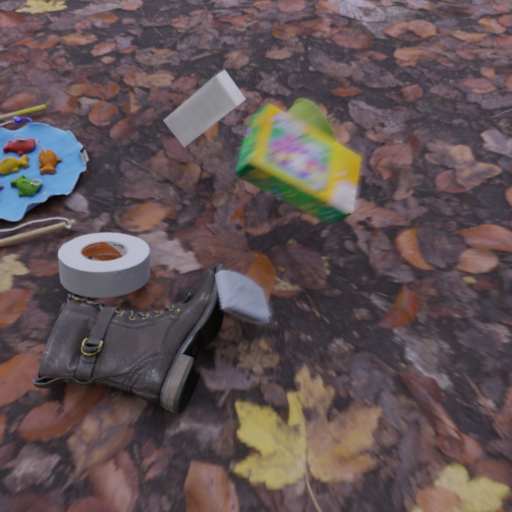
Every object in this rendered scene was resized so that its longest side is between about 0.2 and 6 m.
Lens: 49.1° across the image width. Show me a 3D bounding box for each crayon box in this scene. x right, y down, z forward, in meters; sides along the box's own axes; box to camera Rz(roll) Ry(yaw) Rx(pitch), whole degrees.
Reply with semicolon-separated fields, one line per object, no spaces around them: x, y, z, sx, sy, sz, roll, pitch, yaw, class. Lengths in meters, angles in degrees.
0.792;-1.585;9.855;2.118;0.617;1.258;24;62;-23;crayon box

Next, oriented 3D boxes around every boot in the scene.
-2.136;1.142;9.891;2.763;1.099;3.174;14;54;11;boot

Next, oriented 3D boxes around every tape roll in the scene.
-2.871;0.142;10.662;1.686;0.557;1.686;4;27;-2;tape roll

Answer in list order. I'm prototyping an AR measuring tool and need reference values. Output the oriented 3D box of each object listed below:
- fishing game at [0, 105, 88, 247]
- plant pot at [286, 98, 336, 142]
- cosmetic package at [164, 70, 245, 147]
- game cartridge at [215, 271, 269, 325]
-5.562;-2.080;12.859;3.315;0.720;4.630;-16;52;-9;fishing game
0.644;-2.134;10.953;1.310;1.380;1.380;-34;57;-12;plant pot
-1.148;-3.186;12.235;0.767;1.859;0.471;52;42;-14;cosmetic package
-0.239;0.693;9.571;0.239;1.181;0.788;-29;55;26;game cartridge
